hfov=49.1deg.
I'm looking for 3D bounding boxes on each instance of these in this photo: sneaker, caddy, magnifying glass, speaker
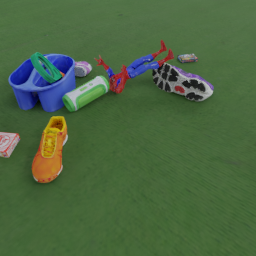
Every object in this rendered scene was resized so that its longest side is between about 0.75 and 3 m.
[{"bbox_3d":[2.040,-1.769,10.680,2.534,1.022,1.057,33,32,24],"label":"sneaker"},{"bbox_3d":[-2.983,-1.809,10.081,1.958,1.454,2.769,5,38,8],"label":"caddy"},{"bbox_3d":[-2.149,0.511,7.586,0.823,0.870,2.254,-2,39,-4],"label":"sneaker"},{"bbox_3d":[-2.502,-1.862,9.617,0.288,2.570,1.023,-32,80,10],"label":"magnifying glass"},{"bbox_3d":[-1.446,-1.206,9.758,1.608,0.711,0.711,-34,49,-23],"label":"speaker"},{"bbox_3d":[-2.294,-2.601,11.911,1.556,0.564,0.887,19,35,12],"label":"sneaker"}]

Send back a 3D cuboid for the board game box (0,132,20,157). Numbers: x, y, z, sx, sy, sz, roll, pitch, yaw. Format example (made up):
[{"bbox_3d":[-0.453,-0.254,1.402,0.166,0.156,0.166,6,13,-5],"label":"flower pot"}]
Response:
[{"bbox_3d":[-3.784,0.459,8.114,1.018,0.236,0.772,4,42,6],"label":"board game box"}]

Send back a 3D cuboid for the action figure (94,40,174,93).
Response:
[{"bbox_3d":[0.059,-2.332,10.148,2.992,1.481,0.976,-34,52,6],"label":"action figure"}]

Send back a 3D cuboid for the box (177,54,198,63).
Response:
[{"bbox_3d":[2.756,-3.217,12.947,0.800,0.151,0.546,-9,39,-11],"label":"box"}]
